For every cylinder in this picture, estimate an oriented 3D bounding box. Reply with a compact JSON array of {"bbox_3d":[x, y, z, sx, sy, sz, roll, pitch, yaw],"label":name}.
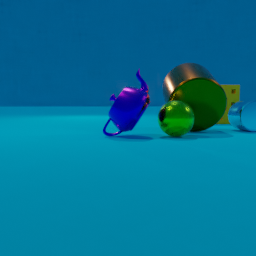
[{"bbox_3d":[1.588,-0.792,6.946,1.349,1.349,1.349,0,27,1],"label":"cylinder"},{"bbox_3d":[3.019,-0.307,7.026,0.755,0.755,0.755,0,5,-3],"label":"cylinder"}]

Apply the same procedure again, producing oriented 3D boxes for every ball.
[{"bbox_3d":[0.983,-0.195,5.741,0.749,0.749,0.749,0,5,0],"label":"ball"}]

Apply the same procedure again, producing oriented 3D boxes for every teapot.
[{"bbox_3d":[-0.004,-0.482,5.798,0.766,1.564,0.973,34,-1,2],"label":"teapot"}]

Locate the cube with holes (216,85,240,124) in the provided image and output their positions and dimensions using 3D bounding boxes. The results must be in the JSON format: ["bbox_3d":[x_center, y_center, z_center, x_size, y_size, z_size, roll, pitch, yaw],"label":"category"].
[{"bbox_3d":[3.034,-0.839,10.008,1.315,1.315,1.315,0,5,-6],"label":"cube with holes"}]
